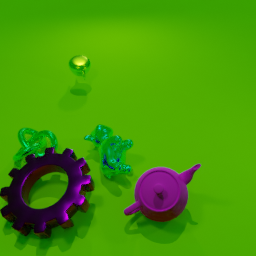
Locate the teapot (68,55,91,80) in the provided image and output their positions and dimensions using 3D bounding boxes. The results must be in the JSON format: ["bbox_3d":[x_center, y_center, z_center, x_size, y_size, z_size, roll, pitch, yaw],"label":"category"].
[{"bbox_3d":[-1.706,-2.172,9.861,0.779,0.614,1.253,-17,57,-18],"label":"teapot"}]

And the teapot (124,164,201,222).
[{"bbox_3d":[0.733,1.323,5.905,1.871,0.916,1.163,-31,66,-2],"label":"teapot"}]

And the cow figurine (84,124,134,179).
[{"bbox_3d":[-0.531,0.580,7.116,1.402,0.782,1.425,-15,66,42],"label":"cow figurine"}]

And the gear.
[{"bbox_3d":[-1.759,1.341,6.138,1.991,0.368,1.991,-6,51,7],"label":"gear"}]

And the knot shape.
[{"bbox_3d":[-2.517,0.381,7.460,1.209,0.559,1.132,-19,44,-15],"label":"knot shape"}]
